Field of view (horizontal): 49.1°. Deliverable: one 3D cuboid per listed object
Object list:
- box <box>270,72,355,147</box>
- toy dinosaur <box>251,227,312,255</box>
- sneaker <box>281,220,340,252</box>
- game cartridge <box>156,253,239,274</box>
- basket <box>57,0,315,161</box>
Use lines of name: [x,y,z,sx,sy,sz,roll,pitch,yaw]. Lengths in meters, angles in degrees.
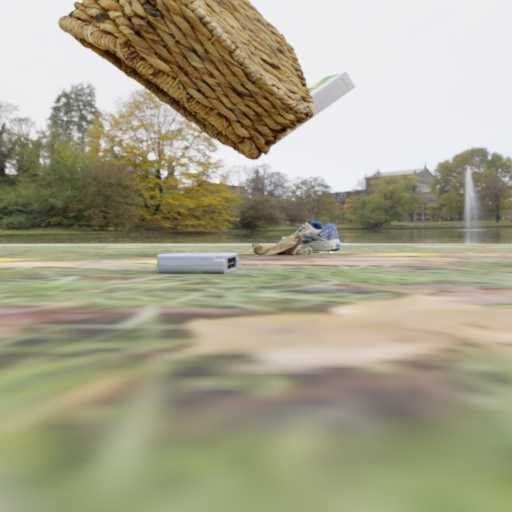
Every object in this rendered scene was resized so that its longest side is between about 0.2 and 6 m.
box: [0.816,-3.007,11.799,2.320,0.422,1.675,-34,16,0]
toy dinosaur: [0.610,-0.163,10.283,0.906,0.522,1.793,-19,3,-30]
sneaker: [1.397,-0.516,14.480,1.888,0.804,0.727,1,1,45]
game cartridge: [-0.505,0.060,4.787,0.618,0.187,0.926,4,2,6]
basket: [-1.129,-3.054,9.598,2.768,2.652,3.716,-31,-38,26]
